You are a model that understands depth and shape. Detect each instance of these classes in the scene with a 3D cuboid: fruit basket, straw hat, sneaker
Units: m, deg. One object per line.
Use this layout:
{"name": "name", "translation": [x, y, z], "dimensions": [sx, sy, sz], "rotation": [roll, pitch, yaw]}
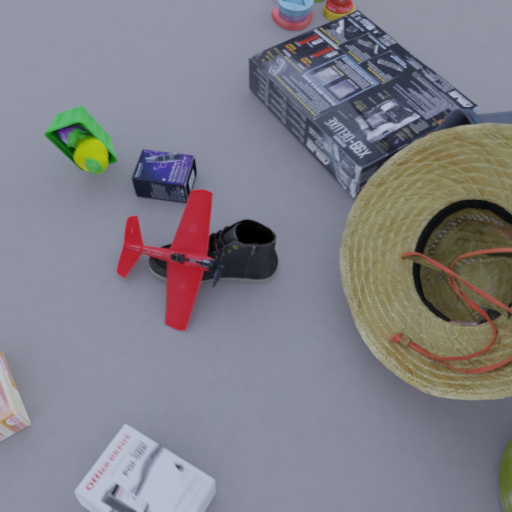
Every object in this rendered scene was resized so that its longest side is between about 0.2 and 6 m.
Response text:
{"name": "fruit basket", "translation": [-2.635, -1.626, 8.604], "dimensions": [0.801, 1.110, 1.110], "rotation": [-12, 56, 16]}
{"name": "straw hat", "translation": [2.833, 0.164, 7.317], "dimensions": [3.439, 1.455, 3.439], "rotation": [-12, 68, 32]}
{"name": "sneaker", "translation": [-0.623, -0.118, 7.871], "dimensions": [1.877, 0.997, 0.702], "rotation": [-1, 58, -1]}

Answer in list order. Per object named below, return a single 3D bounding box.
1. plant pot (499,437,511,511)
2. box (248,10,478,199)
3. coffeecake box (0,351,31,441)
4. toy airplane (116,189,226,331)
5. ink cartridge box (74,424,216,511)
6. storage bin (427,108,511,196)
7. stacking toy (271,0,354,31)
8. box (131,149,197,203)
{"name": "plant pot", "translation": [3.862, 2.108, 5.216], "dimensions": [3.138, 3.021, 3.138], "rotation": [2, 60, -3]}
{"name": "box", "translation": [1.734, -2.731, 9.640], "dimensions": [2.487, 0.785, 3.154], "rotation": [-30, 62, -17]}
{"name": "coffeecake box", "translation": [-3.723, 1.902, 6.868], "dimensions": [1.462, 0.534, 1.122], "rotation": [-27, 62, -16]}
{"name": "toy airplane", "translation": [-1.236, -0.041, 7.783], "dimensions": [2.003, 0.368, 2.003], "rotation": [-4, 82, 33]}
{"name": "ink cartridge box", "translation": [-1.235, 2.670, 6.331], "dimensions": [1.282, 0.531, 0.941], "rotation": [26, 55, 15]}
{"name": "storage bin", "translation": [3.223, -1.484, 8.346], "dimensions": [1.139, 1.696, 1.235], "rotation": [-14, 70, -20]}
{"name": "stacking toy", "translation": [1.068, -5.378, 11.367], "dimensions": [1.677, 0.708, 1.518], "rotation": [-17, 60, -11]}
{"name": "box", "translation": [-1.452, -1.266, 8.914], "dimensions": [0.888, 0.463, 0.657], "rotation": [7, 58, 4]}
